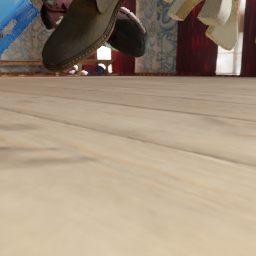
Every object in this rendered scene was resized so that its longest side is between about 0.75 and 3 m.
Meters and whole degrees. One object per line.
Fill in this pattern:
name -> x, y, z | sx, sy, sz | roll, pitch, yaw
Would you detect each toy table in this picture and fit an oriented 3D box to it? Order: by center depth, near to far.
toy table -> 1.543, -2.545, 5.057 | 2.373, 1.390, 2.182 | 31, 14, -11

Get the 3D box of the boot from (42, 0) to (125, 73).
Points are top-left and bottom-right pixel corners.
boot -> -0.613, -2.091, 4.097 | 0.981, 2.627, 1.273 | 38, -2, 27

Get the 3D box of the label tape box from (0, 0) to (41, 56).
label tape box -> -2.774, -2.326, 4.908 | 1.403, 1.958, 0.647 | -46, 19, 2

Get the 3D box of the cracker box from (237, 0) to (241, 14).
cracker box -> 2.598, -3.417, 7.500 | 0.290, 0.673, 1.005 | 0, 22, -20

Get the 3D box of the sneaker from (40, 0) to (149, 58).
sneaker -> -0.913, -2.195, 5.949 | 2.646, 1.001, 1.528 | 41, 53, 6

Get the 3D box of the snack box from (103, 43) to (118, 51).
snack box -> -0.502, -3.031, 8.703 | 0.764, 1.075, 0.285 | 11, 23, -25

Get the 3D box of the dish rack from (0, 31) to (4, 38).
dish rack -> -4.349, -2.396, 8.421 | 0.420, 1.181, 1.539 | 39, 38, 12
